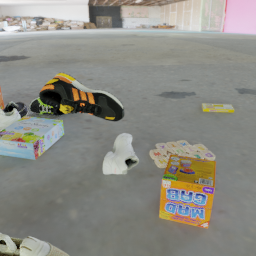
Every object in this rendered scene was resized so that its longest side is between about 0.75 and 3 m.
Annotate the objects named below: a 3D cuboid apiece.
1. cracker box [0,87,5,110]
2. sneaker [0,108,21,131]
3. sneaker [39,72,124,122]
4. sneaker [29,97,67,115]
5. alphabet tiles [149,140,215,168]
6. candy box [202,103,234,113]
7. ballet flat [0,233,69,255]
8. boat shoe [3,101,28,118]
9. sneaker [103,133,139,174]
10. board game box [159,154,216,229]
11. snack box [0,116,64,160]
[{"bbox_3d":[-7.048,-1.453,13.543,1.818,1.218,0.524,2,26,5],"label":"cracker box"},{"bbox_3d":[-5.305,-0.183,10.974,2.177,1.084,0.815,-20,29,-33],"label":"sneaker"},{"bbox_3d":[-1.234,-0.599,7.296,2.272,0.795,1.022,27,47,13],"label":"sneaker"},{"bbox_3d":[-3.505,-1.012,13.095,2.230,0.800,0.923,-5,25,-11],"label":"sneaker"},{"bbox_3d":[1.862,0.927,9.687,2.094,0.153,2.048,-6,26,-13],"label":"alphabet tiles"},{"bbox_3d":[4.405,-0.986,13.758,1.449,0.191,0.741,3,28,8],"label":"candy box"},{"bbox_3d":[-2.258,2.507,5.647,2.197,0.685,0.741,3,24,6],"label":"ballet flat"},{"bbox_3d":[-5.091,-0.802,12.621,0.863,0.745,2.374,6,25,-5],"label":"boat shoe"},{"bbox_3d":[-0.077,0.906,9.199,0.999,0.783,2.010,13,36,12],"label":"sneaker"},{"bbox_3d":[1.524,1.546,7.087,1.205,1.204,1.204,8,26,16],"label":"board game box"},{"bbox_3d":[-3.655,0.292,10.396,1.764,0.708,2.092,6,24,14],"label":"snack box"}]
